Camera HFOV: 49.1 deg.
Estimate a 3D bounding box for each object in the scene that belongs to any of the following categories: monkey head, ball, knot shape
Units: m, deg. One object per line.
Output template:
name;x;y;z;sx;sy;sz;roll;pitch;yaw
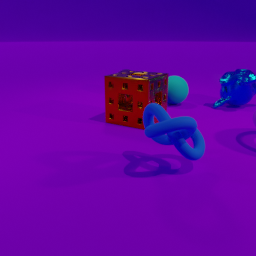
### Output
monkey head;3.707;-1.262;9.088;1.958;1.180;1.409;-17;18;-7
ball;1.587;-1.305;9.681;0.980;0.980;0.980;0;19;0
knot shape;0.757;0.039;4.881;1.338;0.618;1.252;28;0;15

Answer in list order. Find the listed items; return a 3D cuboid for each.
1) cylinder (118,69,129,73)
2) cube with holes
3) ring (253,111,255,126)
cylinder;-0.066;-1.837;11.302;0.956;0.956;0.956;-1;18;-2
cube with holes;0.254;-0.843;7.833;1.306;1.306;1.306;10;21;28
ring;3.645;0.038;6.095;1.820;0.364;1.820;11;27;-6
